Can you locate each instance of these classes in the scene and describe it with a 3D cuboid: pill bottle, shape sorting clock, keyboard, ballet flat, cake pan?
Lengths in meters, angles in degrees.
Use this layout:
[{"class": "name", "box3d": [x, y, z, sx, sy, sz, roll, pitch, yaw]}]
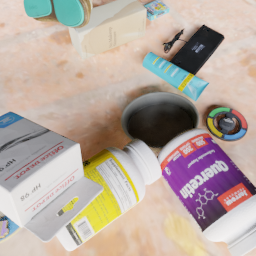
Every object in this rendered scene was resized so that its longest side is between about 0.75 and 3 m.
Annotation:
[{"class": "pill bottle", "box3d": [1.996, 1.453, 6.569, 1.582, 1.582, 2.814, -26, 60, -16]}, {"class": "shape sorting clock", "box3d": [-3.444, 1.807, 7.021, 2.298, 0.451, 2.298, 0, 57, 0]}, {"class": "pill bottle", "box3d": [-0.613, 1.426, 6.623, 2.739, 1.540, 1.540, -31, 62, -20]}, {"class": "keyboard", "box3d": [2.312, -3.013, 10.338, 1.682, 0.273, 2.647, 35, 62, 13]}, {"class": "ballet flat", "box3d": [-1.458, -2.866, 6.588, 0.956, 0.896, 2.643, -26, 32, -37]}, {"class": "cake pan", "box3d": [0.923, -0.189, 8.156, 2.235, 0.410, 2.235, -4, 48, 5]}]

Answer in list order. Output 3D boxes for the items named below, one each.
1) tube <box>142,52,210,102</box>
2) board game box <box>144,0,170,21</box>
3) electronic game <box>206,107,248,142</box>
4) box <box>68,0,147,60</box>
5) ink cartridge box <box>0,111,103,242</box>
[{"class": "tube", "box3d": [1.539, -1.761, 9.393, 2.262, 0.570, 0.876, 34, 76, 16]}, {"class": "board game box", "box3d": [1.102, -4.884, 11.589, 0.994, 0.233, 0.750, -31, 62, -19]}, {"class": "electronic game", "box3d": [2.970, -0.128, 8.420, 1.230, 0.256, 1.230, 0, 56, 0]}, {"class": "box", "box3d": [-0.735, -3.663, 10.179, 2.668, 1.267, 1.037, -27, 61, -15]}, {"class": "ink cartridge box", "box3d": [-1.858, 0.692, 5.064, 2.560, 0.854, 1.483, 21, 40, 29]}]
